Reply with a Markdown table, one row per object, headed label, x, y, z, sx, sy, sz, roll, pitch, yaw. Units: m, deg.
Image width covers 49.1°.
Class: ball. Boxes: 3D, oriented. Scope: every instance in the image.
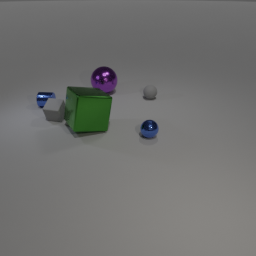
| label | x | y | z | sx | sy | sz | roll | pitch | yaw |
| --- | --- | --- | --- | --- | --- | --- | --- | --- | --- |
| ball | -1.241 | -2.488 | 14.546 | 1.400 | 1.400 | 1.400 | 0 | 28 | 0 |
| ball | 0.811 | 0.030 | 10.584 | 0.700 | 0.700 | 0.700 | 0 | 28 | 0 |
| ball | 1.115 | -1.809 | 14.016 | 0.700 | 0.700 | 0.700 | 0 | 28 | 0 |

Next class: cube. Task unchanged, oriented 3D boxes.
| label | x | y | z | sx | sy | sz | roll | pitch | yaw |
| --- | --- | --- | --- | --- | --- | --- | --- | --- | --- |
| cube | -1.595 | -0.757 | 10.976 | 1.400 | 1.400 | 1.400 | -1 | 23 | -29 |
| cube | -3.077 | -0.758 | 11.847 | 0.700 | 0.700 | 0.700 | 7 | 50 | 10 |

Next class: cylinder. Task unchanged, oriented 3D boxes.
| label | x | y | z | sx | sy | sz | roll | pitch | yaw |
| --- | --- | --- | --- | --- | --- | --- | --- | --- | --- |
| cylinder | -3.834 | -1.337 | 13.151 | 0.700 | 0.700 | 0.700 | 2 | 28 | 3 |
